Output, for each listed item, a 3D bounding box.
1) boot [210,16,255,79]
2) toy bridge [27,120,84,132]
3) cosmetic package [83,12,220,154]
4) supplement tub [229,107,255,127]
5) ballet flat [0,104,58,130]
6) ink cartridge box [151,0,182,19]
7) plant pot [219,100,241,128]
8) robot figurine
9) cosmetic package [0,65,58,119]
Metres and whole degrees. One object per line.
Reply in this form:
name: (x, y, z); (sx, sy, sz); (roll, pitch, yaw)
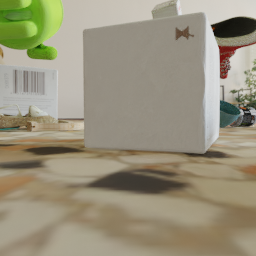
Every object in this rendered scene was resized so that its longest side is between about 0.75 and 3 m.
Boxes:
boot: (2.677, -1.952, 7.336); (1.614, 0.810, 2.237); (47, -17, -30)
toy bridge: (-1.565, -0.059, 7.096); (1.811, 0.246, 0.609); (-2, 6, -40)
cosmetic package: (0.415, -0.469, 3.593); (1.361, 1.369, 1.636); (1, 3, 22)
supplement tub: (3.771, -0.379, 9.479); (1.109, 0.680, 0.680); (-1, 3, -29)
ballet flat: (-2.742, -0.285, 7.342); (2.037, 0.665, 0.718); (-1, 7, -24)
ink cartridge box: (1.640, -3.507, 10.511); (0.945, 2.257, 1.628); (-8, 28, 17)
plant pot: (2.968, -0.390, 8.831); (0.938, 0.632, 0.938); (11, 32, -7)
robot figurine: (-2.622, -2.985, 7.180); (1.667, 2.528, 2.882); (-5, 26, 2)
cosmetic package: (-4.533, -1.329, 12.170); (2.311, 2.314, 2.804); (-1, 3, -28)
